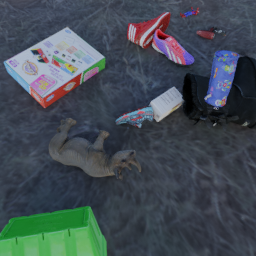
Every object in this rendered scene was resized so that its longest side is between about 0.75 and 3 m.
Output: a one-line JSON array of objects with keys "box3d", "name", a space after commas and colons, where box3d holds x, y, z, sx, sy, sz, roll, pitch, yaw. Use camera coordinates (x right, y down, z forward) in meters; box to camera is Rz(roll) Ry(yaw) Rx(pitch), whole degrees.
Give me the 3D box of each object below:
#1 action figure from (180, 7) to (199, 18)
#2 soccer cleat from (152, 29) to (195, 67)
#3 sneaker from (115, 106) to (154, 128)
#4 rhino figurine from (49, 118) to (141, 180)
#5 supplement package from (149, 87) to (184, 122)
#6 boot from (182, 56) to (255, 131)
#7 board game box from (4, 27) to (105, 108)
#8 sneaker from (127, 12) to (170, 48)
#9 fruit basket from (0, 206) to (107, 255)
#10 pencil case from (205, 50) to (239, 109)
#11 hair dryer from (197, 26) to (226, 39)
[{"box3d": [2.767, -5.152, 12.338, 0.865, 0.428, 0.282, -14, 55, -13], "name": "action figure"}, {"box3d": [1.692, -3.010, 10.555, 0.667, 0.715, 1.955, -36, 61, -23], "name": "soccer cleat"}, {"box3d": [0.206, -0.247, 8.645, 1.245, 0.494, 0.595, -18, 92, 11], "name": "sneaker"}, {"box3d": [-0.934, 0.687, 7.744, 2.797, 0.836, 1.223, 20, 73, 13], "name": "rhino figurine"}, {"box3d": [1.206, -0.758, 8.920, 1.013, 0.576, 0.555, -34, 77, -22], "name": "supplement package"}, {"box3d": [2.935, -1.271, 8.841, 2.430, 1.097, 2.965, 8, 60, -9], "name": "boot"}, {"box3d": [-2.517, -2.235, 9.897, 2.117, 0.558, 2.767, 42, 64, 17], "name": "board game box"}, {"box3d": [0.753, -4.211, 11.386, 1.248, 0.846, 2.160, 30, 58, 19], "name": "sneaker"}, {"box3d": [-1.539, 3.060, 5.842, 2.447, 1.765, 2.447, -1, 97, -6], "name": "fruit basket"}, {"box3d": [2.181, -1.146, 6.648, 0.579, 1.334, 0.520, -8, 32, -22], "name": "pencil case"}, {"box3d": [3.389, -3.918, 11.567, 1.137, 0.309, 0.866, -3, 37, -8], "name": "hair dryer"}]
